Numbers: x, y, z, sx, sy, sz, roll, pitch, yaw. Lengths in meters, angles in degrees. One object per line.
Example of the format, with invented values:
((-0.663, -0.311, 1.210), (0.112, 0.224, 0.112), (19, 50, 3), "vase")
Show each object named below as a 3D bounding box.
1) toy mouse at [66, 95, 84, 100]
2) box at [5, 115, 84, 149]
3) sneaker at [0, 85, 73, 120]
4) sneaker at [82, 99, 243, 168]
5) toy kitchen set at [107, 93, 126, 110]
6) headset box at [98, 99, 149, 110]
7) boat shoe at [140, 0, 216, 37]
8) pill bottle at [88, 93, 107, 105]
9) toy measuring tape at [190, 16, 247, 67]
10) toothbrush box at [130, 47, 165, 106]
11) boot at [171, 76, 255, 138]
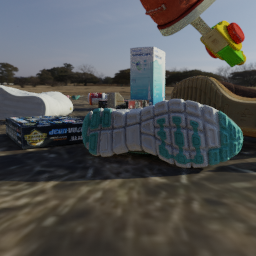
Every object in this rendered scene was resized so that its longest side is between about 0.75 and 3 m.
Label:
((-5.540, -2.979, 27.375), (2.226, 0.431, 1.978), (0, 7, 1), "toy mouse")
((-1.539, 0.014, 5.441), (1.341, 0.388, 1.687), (-5, 9, -32), "box")
((-3.277, -0.770, 9.228), (2.963, 1.092, 1.712), (14, 11, 24), "sneaker")
((0.472, 0.020, 3.988), (2.222, 0.862, 1.014), (6, 6, 29), "sneaker")
((0.068, -0.281, 5.761), (0.985, 0.891, 1.092), (-4, 9, -25), "toy kitchen set")
((-0.164, -0.663, 9.590), (1.206, 0.626, 1.621), (5, 7, 31), "headset box")
((1.255, -2.556, 4.060), (2.804, 0.877, 0.998), (-45, 25, -8), "boat shoe")
((-1.846, -1.872, 18.023), (1.377, 0.754, 0.754), (0, 8, 2), "pill bottle")
((1.502, -1.809, 5.039), (1.932, 0.711, 0.711), (34, -7, -23), "toy measuring tape")
((1.040, -2.457, 14.148), (1.257, 2.948, 2.158), (4, 9, 22), "toothbrush box")
((2.536, -0.274, 5.588), (2.401, 1.044, 2.887), (5, 12, -37), "boot")
